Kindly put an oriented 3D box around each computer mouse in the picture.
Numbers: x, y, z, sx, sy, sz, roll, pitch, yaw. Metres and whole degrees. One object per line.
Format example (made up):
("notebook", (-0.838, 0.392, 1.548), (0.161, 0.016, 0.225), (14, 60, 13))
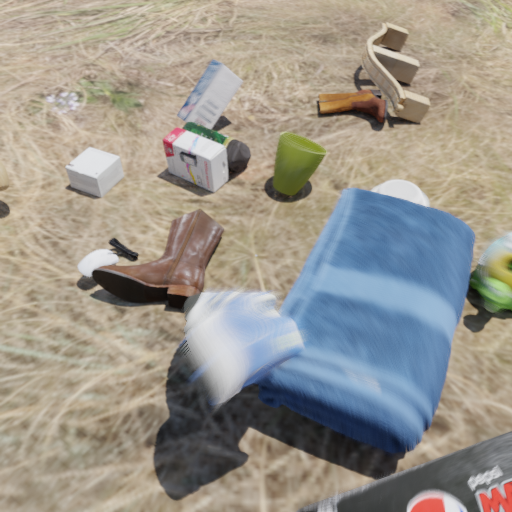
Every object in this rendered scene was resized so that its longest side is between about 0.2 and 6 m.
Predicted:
("computer mouse", (-2.821, 0.028, 10.550), (0.651, 0.260, 1.187), (37, 38, 13))

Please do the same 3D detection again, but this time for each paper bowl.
("paper bowl", (2.950, -1.094, 11.645), (1.264, 0.657, 1.264), (0, 45, 0))

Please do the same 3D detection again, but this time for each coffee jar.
("coffee jar", (-0.939, -2.490, 12.857), (1.611, 0.840, 0.687), (26, 96, 24))

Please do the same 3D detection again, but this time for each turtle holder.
("turtle holder", (4.483, 0.259, 9.940), (1.696, 1.205, 1.289), (-15, 48, -14))

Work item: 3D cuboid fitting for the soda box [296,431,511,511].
("soda box", (2.687, 3.228, 6.768), (4.478, 1.585, 1.418), (-13, 52, -13))

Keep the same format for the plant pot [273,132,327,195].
("plant pot", (0.805, -1.917, 12.032), (1.050, 1.122, 1.050), (19, 25, -9))

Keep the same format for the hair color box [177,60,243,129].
("hair color box", (-1.126, -3.818, 13.566), (1.604, 0.802, 0.485), (-55, 46, 7))

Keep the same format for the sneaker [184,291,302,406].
("sneaker", (-0.260, 1.107, 7.755), (1.272, 1.250, 3.302), (-19, 10, -7))

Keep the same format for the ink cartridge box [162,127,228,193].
("ink cartridge box", (-1.336, -2.125, 12.393), (1.349, 0.995, 0.577), (27, 55, 24))

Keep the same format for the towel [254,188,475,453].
("towel", (1.984, 0.697, 9.262), (2.700, 1.174, 4.836), (16, 44, 18))

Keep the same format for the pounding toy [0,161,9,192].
("pounding toy", (-6.092, -0.534, 11.018), (3.121, 1.791, 1.785), (-33, 82, -17))

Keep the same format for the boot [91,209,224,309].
("boot", (-1.783, -0.121, 10.643), (2.058, 0.709, 2.208), (15, 50, -3))

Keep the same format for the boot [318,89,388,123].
("boot", (2.468, -3.855, 14.387), (1.668, 0.571, 1.570), (-3, 46, -2))

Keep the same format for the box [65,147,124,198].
("box", (-3.570, -1.861, 12.435), (0.872, 0.573, 0.877), (20, 49, 18))

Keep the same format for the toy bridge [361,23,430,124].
("toy bridge", (3.673, -5.244, 15.394), (1.519, 0.615, 4.519), (15, 45, -11))
